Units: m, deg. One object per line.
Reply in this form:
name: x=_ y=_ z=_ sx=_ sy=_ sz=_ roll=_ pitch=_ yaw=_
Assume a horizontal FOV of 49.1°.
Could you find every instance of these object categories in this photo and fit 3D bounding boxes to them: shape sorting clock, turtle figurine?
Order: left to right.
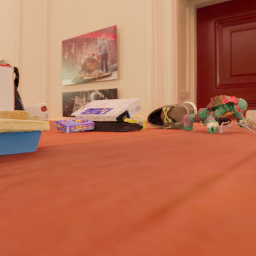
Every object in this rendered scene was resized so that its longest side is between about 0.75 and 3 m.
shape sorting clock: x=-2.102 y=0.006 z=2.705 sx=2.597 sy=0.510 sz=2.597 roll=0 pitch=2 yaw=0
turtle figurine: x=2.256 y=-0.309 z=6.735 sx=1.422 sy=0.956 sz=1.899 roll=-1 pitch=-3 yaw=-28

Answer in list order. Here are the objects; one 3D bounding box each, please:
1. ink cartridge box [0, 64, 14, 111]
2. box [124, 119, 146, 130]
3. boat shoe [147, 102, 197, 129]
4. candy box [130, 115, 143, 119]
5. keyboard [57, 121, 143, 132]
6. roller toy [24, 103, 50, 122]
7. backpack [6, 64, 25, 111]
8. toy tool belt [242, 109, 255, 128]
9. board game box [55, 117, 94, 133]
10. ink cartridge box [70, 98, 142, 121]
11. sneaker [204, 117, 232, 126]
ink cartridge box: x=-2.625 y=-0.368 z=4.352 sx=1.344 sy=0.780 sz=1.862 roll=0 pitch=-10 yaw=-31
box: x=0.194 y=-0.125 z=8.615 sx=0.500 sy=0.333 sz=1.329 roll=0 pitch=1 yaw=-9
boat shoe: x=1.310 y=-0.338 z=8.700 sx=0.673 sy=0.805 sz=2.252 roll=-1 pitch=-4 yaw=-20
candy box: x=-0.253 y=-0.343 z=12.609 sx=1.645 sy=0.455 sz=0.950 roll=-1 pitch=3 yaw=-27
keyboard: x=-0.917 y=-0.066 z=7.667 sx=2.370 sy=0.304 sz=1.423 roll=0 pitch=3 yaw=36
roller toy: x=-4.206 y=-0.589 z=12.602 sx=1.240 sy=0.950 sz=1.359 roll=-15 pitch=9 yaw=-29
backpack: x=-3.071 y=-0.533 z=6.587 sx=1.213 sy=1.575 sz=1.500 roll=-16 pitch=6 yaw=-29
toy tool belt: x=4.065 y=-0.238 z=9.098 sx=1.161 sy=0.725 sz=0.713 roll=4 pitch=-28 yaw=24
board game box: x=-1.299 y=-0.078 z=6.833 sx=0.784 sy=0.176 sz=0.527 roll=-9 pitch=22 yaw=-41
ink cartridge box: x=-0.980 y=-0.651 z=11.621 sx=2.966 sy=0.581 sz=1.475 roll=5 pitch=34 yaw=46
sneaker: x=3.886 y=-0.256 z=12.148 sx=1.212 sy=0.364 sz=0.632 roll=-5 pitch=1 yaw=13
